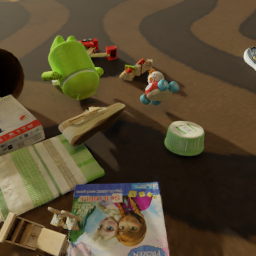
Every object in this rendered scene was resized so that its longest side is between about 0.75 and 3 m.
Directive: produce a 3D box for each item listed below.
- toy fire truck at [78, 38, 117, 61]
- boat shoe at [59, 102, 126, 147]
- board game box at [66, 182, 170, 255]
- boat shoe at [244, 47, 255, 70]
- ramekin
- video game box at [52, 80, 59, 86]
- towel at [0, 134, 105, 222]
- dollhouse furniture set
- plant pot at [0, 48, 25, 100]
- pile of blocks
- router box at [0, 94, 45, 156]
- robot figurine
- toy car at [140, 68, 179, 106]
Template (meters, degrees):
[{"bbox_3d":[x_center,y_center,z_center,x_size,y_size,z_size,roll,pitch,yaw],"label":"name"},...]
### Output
[{"bbox_3d":[-1.705,-3.462,12.551,2.150,0.524,1.516,-14,42,-16],"label":"toy fire truck"},{"bbox_3d":[-0.975,-0.306,8.301,0.771,0.856,2.373,44,47,12],"label":"boat shoe"},{"bbox_3d":[-0.222,2.111,6.057,2.032,0.418,2.028,-2,41,-2],"label":"board game box"},{"bbox_3d":[5.630,-2.980,11.461,0.931,1.194,2.631,-1,40,-2],"label":"boat shoe"},{"bbox_3d":[1.635,0.256,7.997,1.125,0.550,1.125,2,29,-1],"label":"ramekin"},{"bbox_3d":[-2.643,-2.007,11.098,0.755,0.194,0.829,-13,42,-11],"label":"video game box"},{"bbox_3d":[-2.213,1.147,7.324,2.660,0.408,1.984,-21,47,-26],"label":"towel"},{"bbox_3d":[-1.728,2.088,5.345,1.264,0.823,1.161,-2,59,38],"label":"dollhouse furniture set"},{"bbox_3d":[-5.131,-1.848,9.662,2.193,2.050,2.050,18,43,30],"label":"plant pot"},{"bbox_3d":[0.346,-2.523,11.434,0.715,0.541,1.741,32,49,32],"label":"pile of blocks"},{"bbox_3d":[-4.075,0.102,8.302,2.380,0.581,2.136,-31,49,-31],"label":"router box"},{"bbox_3d":[-1.886,-2.044,9.823,2.086,1.376,2.378,-16,74,-42],"label":"robot figurine"},{"bbox_3d":[0.909,-1.491,9.294,1.011,1.053,1.143,0,63,-43],"label":"toy car"}]
